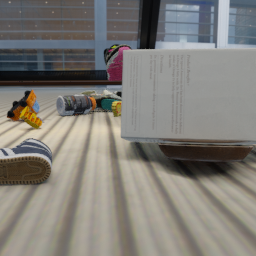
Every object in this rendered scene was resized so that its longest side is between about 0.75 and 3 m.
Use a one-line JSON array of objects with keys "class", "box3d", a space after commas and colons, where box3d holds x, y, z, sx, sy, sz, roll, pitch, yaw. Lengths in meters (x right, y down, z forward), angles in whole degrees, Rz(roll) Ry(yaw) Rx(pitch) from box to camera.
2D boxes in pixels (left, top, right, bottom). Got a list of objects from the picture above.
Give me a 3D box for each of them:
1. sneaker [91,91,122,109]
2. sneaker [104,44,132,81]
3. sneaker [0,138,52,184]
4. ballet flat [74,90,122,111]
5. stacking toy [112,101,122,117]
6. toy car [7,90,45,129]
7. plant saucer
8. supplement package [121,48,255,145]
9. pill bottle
[{"class": "sneaker", "box3d": [-0.812, -1.324, 13.506, 2.324, 0.880, 1.069, 2, 6, 4]}, {"class": "sneaker", "box3d": [-0.362, -2.287, 9.052, 0.886, 1.050, 2.401, -10, -5, -7]}, {"class": "sneaker", "box3d": [-1.854, 0.449, 4.085, 1.517, 0.532, 0.823, 5, 14, -9]}, {"class": "ballet flat", "box3d": [-1.262, -1.283, 12.450, 2.647, 0.952, 0.952, -2, 10, -6]}, {"class": "stacking toy", "box3d": [0.840, -0.838, 11.299, 2.002, 0.624, 2.655, 5, 10, 26]}, {"class": "toy car", "box3d": [-3.310, -0.309, 9.036, 0.862, 1.271, 2.592, 43, 7, -30]}, {"class": "plant saucer", "box3d": [1.246, 0.394, 4.619, 1.502, 0.259, 1.502, 1, -1, 0]}, {"class": "supplement package", "box3d": [1.360, -0.520, 5.561, 2.834, 1.657, 1.662, 2, -5, 6]}, {"class": "pill bottle", "box3d": [-2.060, -0.945, 11.349, 1.507, 0.800, 0.800, -7, 12, -38]}]
